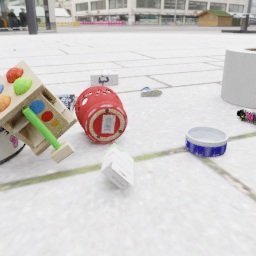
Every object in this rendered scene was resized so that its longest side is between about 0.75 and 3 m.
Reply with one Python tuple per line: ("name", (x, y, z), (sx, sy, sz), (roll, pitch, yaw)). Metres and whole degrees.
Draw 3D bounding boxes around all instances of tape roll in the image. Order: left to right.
("tape roll", (5.102, -2.045, 10.753), (2.837, 1.948, 2.837), (0, 22, 0))

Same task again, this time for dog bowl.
("dog bowl", (-4.039, 0.069, 6.847), (2.833, 1.044, 2.833), (0, 23, 0))
("dog bowl", (1.963, 0.323, 7.055), (1.036, 0.408, 1.036), (0, 23, 0))

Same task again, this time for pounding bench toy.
("pounding bench toy", (-2.002, -0.282, 5.931), (1.219, 1.531, 1.963), (-42, 51, -6))

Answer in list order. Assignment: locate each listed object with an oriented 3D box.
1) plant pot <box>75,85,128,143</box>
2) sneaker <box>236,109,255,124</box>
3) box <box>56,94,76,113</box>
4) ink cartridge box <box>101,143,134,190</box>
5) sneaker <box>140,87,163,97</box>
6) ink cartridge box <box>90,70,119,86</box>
("plant pot", (-0.717, -0.340, 7.512), (1.328, 1.328, 1.209), (-6, 28, -13))
("sneaker", (3.768, -0.361, 8.772), (0.455, 0.384, 1.041), (-5, 19, -9))
("box", (-2.687, -0.785, 9.764), (1.578, 0.392, 1.566), (-2, 22, -4))
("ink cartridge box", (-0.199, 0.802, 5.604), (0.346, 0.602, 1.029), (-43, 15, 16))
("sneaker", (0.957, -1.521, 11.587), (0.907, 0.348, 0.505), (-6, 31, 2))
("ink cartridge box", (-1.158, -2.425, 13.491), (1.319, 0.556, 0.955), (-3, 23, -7))
